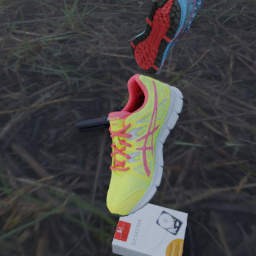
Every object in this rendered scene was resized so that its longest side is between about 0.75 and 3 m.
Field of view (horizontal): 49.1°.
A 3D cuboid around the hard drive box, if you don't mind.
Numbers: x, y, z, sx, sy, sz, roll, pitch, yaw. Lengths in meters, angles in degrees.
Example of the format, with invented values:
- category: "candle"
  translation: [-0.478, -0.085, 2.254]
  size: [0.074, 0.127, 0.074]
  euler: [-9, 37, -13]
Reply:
- category: "hard drive box"
  translation: [0.524, 2.460, 6.551]
  size: [1.527, 0.586, 1.190]
  euler: [12, 52, 9]

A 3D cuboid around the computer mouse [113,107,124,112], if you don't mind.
- category: "computer mouse"
  translation: [-0.078, -0.598, 9.242]
  size: [0.858, 0.146, 0.252]
  euler: [-2, 27, -7]

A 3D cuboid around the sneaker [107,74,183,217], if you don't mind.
- category: "sneaker"
  translation: [0.028, 0.154, 3.467]
  size: [0.710, 0.820, 1.817]
  euler: [-5, 61, 52]

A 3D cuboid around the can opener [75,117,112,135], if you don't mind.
- category: "can opener"
  translation: [-0.789, -0.124, 8.603]
  size: [1.665, 0.528, 0.655]
  euler: [-2, 53, -2]

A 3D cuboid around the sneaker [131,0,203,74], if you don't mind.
- category: "sneaker"
  translation: [0.962, -2.213, 6.684]
  size: [1.217, 2.547, 1.010]
  euler: [-34, 85, -25]
